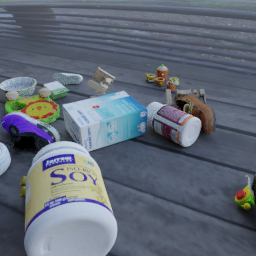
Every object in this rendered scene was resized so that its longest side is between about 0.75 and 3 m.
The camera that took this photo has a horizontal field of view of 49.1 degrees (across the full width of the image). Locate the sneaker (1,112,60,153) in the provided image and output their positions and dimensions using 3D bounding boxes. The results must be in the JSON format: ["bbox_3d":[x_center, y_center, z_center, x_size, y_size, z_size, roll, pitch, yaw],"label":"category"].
[{"bbox_3d":[-3.745,0.211,9.782,2.525,0.878,1.256,16,36,23],"label":"sneaker"}]

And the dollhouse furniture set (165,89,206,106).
[{"bbox_3d":[2.477,-1.209,12.356,1.682,0.872,0.745,-2,72,-3],"label":"dollhouse furniture set"}]

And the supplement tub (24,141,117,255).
[{"bbox_3d":[-1.411,1.664,6.514,1.866,1.866,2.566,-9,34,-14],"label":"supplement tub"}]

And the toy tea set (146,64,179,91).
[{"bbox_3d":[1.917,-2.656,14.442,1.287,0.801,2.165,-21,38,-30],"label":"toy tea set"}]

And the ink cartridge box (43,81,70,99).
[{"bbox_3d":[-3.399,-1.751,13.354,0.734,0.419,1.413,-22,38,-31],"label":"ink cartridge box"}]

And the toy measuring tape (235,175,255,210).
[{"bbox_3d":[3.184,1.789,7.701,0.486,0.486,1.321,9,28,14],"label":"toy measuring tape"}]

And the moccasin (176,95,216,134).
[{"bbox_3d":[2.585,-0.583,10.931,1.071,1.015,2.775,-8,33,-7],"label":"moccasin"}]

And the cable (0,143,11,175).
[{"bbox_3d":[-4.603,1.054,8.682,1.757,0.608,1.757,14,35,22],"label":"cable"}]

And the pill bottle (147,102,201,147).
[{"bbox_3d":[1.560,-0.195,10.222,1.112,1.112,1.947,-25,40,-34],"label":"pill bottle"}]

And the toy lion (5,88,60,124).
[{"bbox_3d":[-3.982,-0.787,11.690,2.183,0.749,2.092,-6,40,-10],"label":"toy lion"}]

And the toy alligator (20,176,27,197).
[{"bbox_3d":[-2.629,1.850,7.597,0.563,0.408,1.698,21,21,-29],"label":"toy alligator"}]

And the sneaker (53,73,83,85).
[{"bbox_3d":[-3.162,-2.610,14.710,1.531,0.585,0.616,7,23,0],"label":"sneaker"}]

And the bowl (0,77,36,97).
[{"bbox_3d":[-5.026,-1.723,13.001,1.597,0.750,1.597,1,31,0],"label":"bowl"}]

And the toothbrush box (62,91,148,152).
[{"bbox_3d":[-0.860,-0.322,10.417,2.616,1.116,1.915,-17,35,-23],"label":"toothbrush box"}]

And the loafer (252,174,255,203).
[{"bbox_3d":[3.675,1.955,7.006,0.775,0.874,2.300,2,32,13],"label":"loafer"}]

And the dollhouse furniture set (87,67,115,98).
[{"bbox_3d":[-1.294,-1.739,11.777,0.884,1.035,1.996,31,22,-5],"label":"dollhouse furniture set"}]
